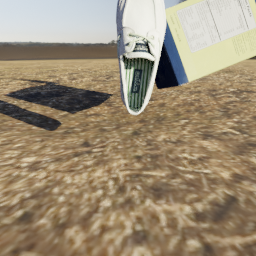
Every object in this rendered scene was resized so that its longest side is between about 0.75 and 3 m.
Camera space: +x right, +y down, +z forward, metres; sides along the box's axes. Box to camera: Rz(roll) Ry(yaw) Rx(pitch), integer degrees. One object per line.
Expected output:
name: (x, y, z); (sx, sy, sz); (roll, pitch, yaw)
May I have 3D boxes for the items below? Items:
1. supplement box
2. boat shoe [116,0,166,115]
supplement box: (2.088, -2.550, 8.210); (2.818, 1.894, 2.821); (-22, 8, -2)
boat shoe: (0.292, -1.597, 5.662); (1.023, 2.782, 0.929); (-3, 26, -1)
